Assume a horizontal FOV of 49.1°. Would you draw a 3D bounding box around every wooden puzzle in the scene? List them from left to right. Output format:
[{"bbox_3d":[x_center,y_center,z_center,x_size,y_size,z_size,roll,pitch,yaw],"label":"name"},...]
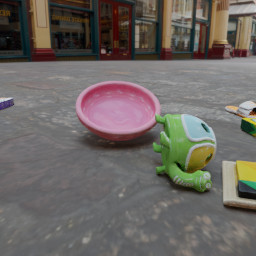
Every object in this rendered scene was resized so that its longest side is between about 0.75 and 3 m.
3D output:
[{"bbox_3d":[3.020,1.169,5.971,1.902,0.383,2.056,5,18,16],"label":"wooden puzzle"}]

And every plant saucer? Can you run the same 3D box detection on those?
[{"bbox_3d":[-0.324,-0.535,9.247,2.754,0.698,2.754,4,42,-3],"label":"plant saucer"}]

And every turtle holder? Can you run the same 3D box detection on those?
[{"bbox_3d":[1.352,0.444,6.542,1.343,1.437,1.891,0,16,-3],"label":"turtle holder"}]

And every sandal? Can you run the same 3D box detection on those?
[{"bbox_3d":[5.078,-0.874,12.199,0.846,0.632,2.207,-7,18,-22],"label":"sandal"}]

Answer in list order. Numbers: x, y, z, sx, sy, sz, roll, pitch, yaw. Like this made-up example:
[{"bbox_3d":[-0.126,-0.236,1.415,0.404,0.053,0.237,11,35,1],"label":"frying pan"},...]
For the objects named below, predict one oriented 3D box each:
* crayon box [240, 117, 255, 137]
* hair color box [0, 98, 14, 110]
[{"bbox_3d":[4.961,-0.003,9.674,1.541,0.449,1.330,-3,19,-10],"label":"crayon box"},{"bbox_3d":[-6.210,-1.194,13.680,0.668,0.396,1.222,2,15,9],"label":"hair color box"}]
